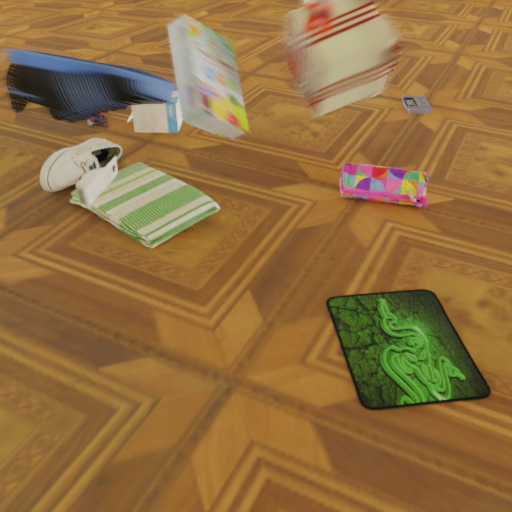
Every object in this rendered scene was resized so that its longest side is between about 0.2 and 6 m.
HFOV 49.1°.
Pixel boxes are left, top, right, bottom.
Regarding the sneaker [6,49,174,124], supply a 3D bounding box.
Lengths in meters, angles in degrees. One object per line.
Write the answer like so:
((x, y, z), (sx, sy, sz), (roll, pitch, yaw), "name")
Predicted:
((-2.829, -2.775, 9.608), (2.760, 1.075, 0.968), (9, 18, -4), "sneaker")

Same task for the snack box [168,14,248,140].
((-0.983, -3.668, 11.652), (0.574, 2.166, 1.541), (-18, -15, 33), "snack box")

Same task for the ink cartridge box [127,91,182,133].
((-2.730, -3.862, 14.980), (1.368, 0.857, 0.880), (1, 37, 1), "ink cartridge box")

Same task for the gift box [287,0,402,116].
((1.778, -4.132, 11.186), (1.810, 1.939, 1.789), (-23, 73, -8), "gift box")

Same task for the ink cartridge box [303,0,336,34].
((1.053, -4.184, 9.290), (0.494, 0.907, 0.228), (10, -1, 20), "ink cartridge box")

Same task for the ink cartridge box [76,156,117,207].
((-2.509, -1.216, 8.852), (0.194, 0.627, 0.773), (32, 68, 2), "ink cartridge box")

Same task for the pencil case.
((2.729, -1.519, 11.986), (1.888, 0.835, 0.835), (9, 38, 14), "pencil case")

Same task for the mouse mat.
((2.274, 1.355, 8.784), (1.946, 0.091, 2.419), (-5, 38, -6), "mouse mat")

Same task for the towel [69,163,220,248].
((-2.383, -1.155, 11.907), (2.718, 0.318, 2.073), (27, 45, 32), "towel")

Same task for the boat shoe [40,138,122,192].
((-3.914, -2.063, 12.742), (0.738, 0.808, 2.247), (12, 30, 22), "boat shoe")

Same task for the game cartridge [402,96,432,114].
((4.656, -4.405, 16.273), (0.687, 0.203, 1.059), (4, 37, -2), "game cartridge")

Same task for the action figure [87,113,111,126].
((-4.320, -3.748, 15.376), (0.729, 0.381, 0.705), (41, 55, 6), "action figure")
